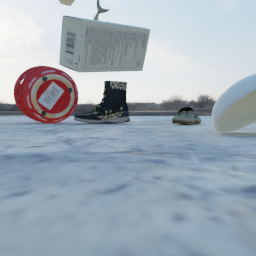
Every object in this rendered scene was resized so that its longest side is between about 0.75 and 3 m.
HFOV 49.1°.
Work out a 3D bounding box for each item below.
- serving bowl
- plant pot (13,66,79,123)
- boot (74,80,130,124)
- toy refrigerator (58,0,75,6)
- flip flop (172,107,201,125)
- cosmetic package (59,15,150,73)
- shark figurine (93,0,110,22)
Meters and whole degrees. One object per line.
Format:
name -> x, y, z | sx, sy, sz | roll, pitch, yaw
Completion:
serving bowl -> 2.706, -0.654, 6.461 | 1.829, 0.602, 1.829 | -18, -29, -10
plant pot -> -3.948, -1.605, 13.828 | 2.904, 2.904, 2.645 | -2, 12, -31
boot -> -1.201, -1.187, 13.021 | 2.602, 1.965, 0.939 | 0, 3, 0
toy refrigerator -> -2.000, -4.101, 8.037 | 0.406, 1.160, 0.440 | -36, -4, 31
flip flop -> 2.575, -0.558, 12.370 | 1.100, 0.781, 2.714 | 1, 3, 24
cosmetic package -> -0.549, -2.159, 7.381 | 0.871, 1.234, 2.383 | 26, 25, 35
shark figurine -> -1.057, -3.849, 9.972 | 0.932, 0.651, 1.559 | -32, -16, 3
